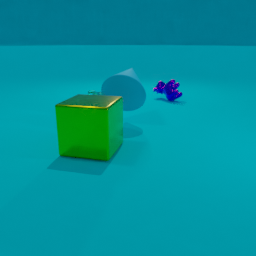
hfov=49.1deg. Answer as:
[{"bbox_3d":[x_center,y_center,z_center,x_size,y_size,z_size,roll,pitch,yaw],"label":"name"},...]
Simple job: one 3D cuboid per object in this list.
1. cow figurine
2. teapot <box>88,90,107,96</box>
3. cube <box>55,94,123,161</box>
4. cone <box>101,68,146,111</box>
[{"bbox_3d":[1.687,-1.593,12.153,1.192,1.211,0.665,-32,-37,33],"label":"cow figurine"},{"bbox_3d":[-0.921,-0.561,8.138,0.706,1.442,0.896,-3,52,3],"label":"teapot"},{"bbox_3d":[-0.865,-0.066,6.718,1.239,1.239,1.239,5,19,14],"label":"cube"},{"bbox_3d":[0.001,-1.509,8.905,1.391,1.391,1.397,4,46,12],"label":"cone"}]
